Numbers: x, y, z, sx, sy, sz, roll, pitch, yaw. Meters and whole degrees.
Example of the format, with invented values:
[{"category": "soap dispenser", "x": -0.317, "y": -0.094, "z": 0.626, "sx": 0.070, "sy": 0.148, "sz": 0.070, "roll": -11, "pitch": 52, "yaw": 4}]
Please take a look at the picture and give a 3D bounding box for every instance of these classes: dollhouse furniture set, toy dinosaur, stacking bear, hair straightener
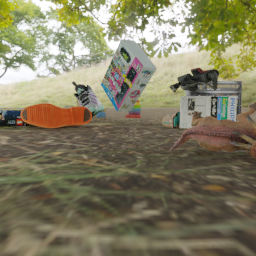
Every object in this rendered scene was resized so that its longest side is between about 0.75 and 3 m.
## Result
[{"category": "dollhouse furniture set", "x": -2.035, "y": -1.028, "z": 14.327, "sx": 1.374, "sy": 0.950, "sz": 1.456, "roll": 4, "pitch": 6, "yaw": 37}, {"category": "toy dinosaur", "x": 1.270, "y": 0.094, "z": 3.641, "sx": 1.604, "sy": 0.688, "sz": 1.087, "roll": -4, "pitch": 10, "yaw": 18}, {"category": "stacking bear", "x": 0.309, "y": -1.140, "z": 13.872, "sx": 0.757, "sy": 1.247, "sz": 0.709, "roll": 2, "pitch": 6, "yaw": 24}, {"category": "hair straightener", "x": 1.598, "y": -1.059, "z": 7.013, "sx": 1.007, "sy": 0.535, "sz": 2.616, "roll": -30, "pitch": 13, "yaw": 5}]

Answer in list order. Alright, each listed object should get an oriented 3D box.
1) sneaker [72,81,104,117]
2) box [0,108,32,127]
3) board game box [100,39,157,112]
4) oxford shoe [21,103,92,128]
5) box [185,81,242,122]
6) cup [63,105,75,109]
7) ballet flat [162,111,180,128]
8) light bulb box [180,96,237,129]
[{"category": "sneaker", "x": -1.718, "y": -1.152, "z": 10.872, "sx": 0.879, "sy": 1.582, "sz": 2.261, "roll": -32, "pitch": 6, "yaw": 2}, {"category": "box", "x": -4.343, "y": -0.384, "z": 9.381, "sx": 2.807, "sy": 0.529, "sz": 1.917, "roll": 1, "pitch": 5, "yaw": 6}, {"category": "board game box", "x": -0.058, "y": -1.725, "z": 9.442, "sx": 0.632, "sy": 1.965, "sz": 1.450, "roll": -7, "pitch": 53, "yaw": -37}, {"category": "oxford shoe", "x": -2.099, "y": -0.258, "z": 8.158, "sx": 2.002, "sy": 0.714, "sz": 0.730, "roll": 3, "pitch": -16, "yaw": -30}, {"category": "box", "x": 2.900, "y": -0.866, "z": 9.539, "sx": 1.870, "sy": 1.481, "sz": 0.452, "roll": -2, "pitch": 5, "yaw": -9}, {"category": "cup", "x": -2.785, "y": -0.768, "z": 13.267, "sx": 0.869, "sy": 0.622, "sz": 0.869, "roll": 0, "pitch": 6, "yaw": 0}, {"category": "ballet flat", "x": 1.340, "y": -0.260, "z": 8.516, "sx": 0.465, "sy": 0.470, "sz": 1.382, "roll": -1, "pitch": 4, "yaw": 22}, {"category": "light bulb box", "x": 2.276, "y": -0.452, "z": 8.008, "sx": 1.458, "sy": 0.910, "sz": 1.445, "roll": 2, "pitch": 5, "yaw": 16}]
